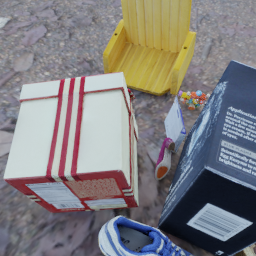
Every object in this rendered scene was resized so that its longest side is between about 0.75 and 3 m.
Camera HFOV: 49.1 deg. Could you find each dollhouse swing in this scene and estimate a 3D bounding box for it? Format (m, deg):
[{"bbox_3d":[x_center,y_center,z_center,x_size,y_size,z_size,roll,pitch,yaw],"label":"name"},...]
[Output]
[{"bbox_3d":[0.572,-2.819,8.877,2.699,2.373,2.453,18,71,19],"label":"dollhouse swing"}]

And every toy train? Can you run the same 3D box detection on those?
[{"bbox_3d":[2.060,-0.790,8.503,0.991,1.319,0.367,14,84,31],"label":"toy train"}]

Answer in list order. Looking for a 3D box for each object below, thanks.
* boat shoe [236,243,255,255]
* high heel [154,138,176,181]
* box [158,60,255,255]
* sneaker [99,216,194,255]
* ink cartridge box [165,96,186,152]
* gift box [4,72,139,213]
[{"bbox_3d":[2.790,3.041,5.497,0.635,0.636,1.764,-9,43,-9],"label":"boat shoe"},{"bbox_3d":[0.941,0.809,7.378,0.381,1.129,0.543,23,7,-13],"label":"high heel"},{"bbox_3d":[2.095,0.712,5.852,1.695,2.839,2.887,23,52,6],"label":"box"},{"bbox_3d":[0.577,2.513,5.447,2.428,1.070,0.914,23,51,0],"label":"sneaker"},{"bbox_3d":[1.343,-0.102,7.757,0.234,1.153,1.151,5,52,-10],"label":"ink cartridge box"},{"bbox_3d":[-1.073,0.408,6.558,2.577,2.793,2.608,-3,59,4],"label":"gift box"}]
